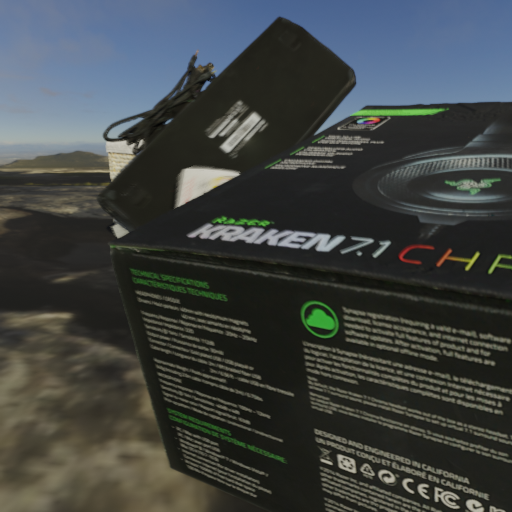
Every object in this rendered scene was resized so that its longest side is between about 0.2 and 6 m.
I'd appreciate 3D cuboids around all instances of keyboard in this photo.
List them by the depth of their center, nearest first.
[{"bbox_3d":[-0.488,-1.809,8.090,4.067,2.117,0.806,-49,1,-18],"label":"keyboard"}]

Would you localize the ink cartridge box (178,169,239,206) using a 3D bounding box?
[{"bbox_3d":[-0.181,-0.438,6.566,1.249,0.916,0.912,20,16,33],"label":"ink cartridge box"}]

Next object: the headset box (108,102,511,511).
[{"bbox_3d":[1.260,0.082,2.999,2.541,1.354,2.918,8,29,35],"label":"headset box"}]

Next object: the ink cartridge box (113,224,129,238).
[{"bbox_3d":[-1.527,-0.279,8.135,0.278,0.601,1.102,-22,1,28],"label":"ink cartridge box"}]

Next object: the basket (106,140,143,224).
[{"bbox_3d":[-1.585,-1.479,11.414,2.270,1.842,2.291,-8,13,-34],"label":"basket"}]
